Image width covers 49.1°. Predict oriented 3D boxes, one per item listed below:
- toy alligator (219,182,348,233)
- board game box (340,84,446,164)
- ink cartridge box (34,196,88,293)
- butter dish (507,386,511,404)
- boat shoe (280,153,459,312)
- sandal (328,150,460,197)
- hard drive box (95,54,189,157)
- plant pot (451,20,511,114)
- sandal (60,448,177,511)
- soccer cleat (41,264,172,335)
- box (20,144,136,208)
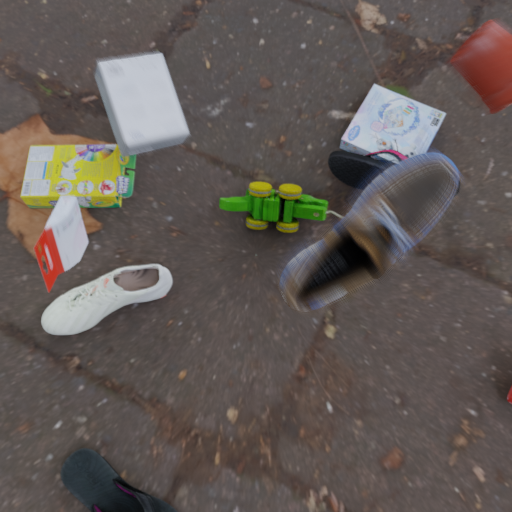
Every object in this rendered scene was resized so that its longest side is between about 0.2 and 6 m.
[{"bbox_3d":[0.809,-1.058,11.816,3.124,0.926,0.848,5,26,2],"label":"toy alligator"},{"bbox_3d":[3.111,-2.853,12.774,1.801,0.393,1.810,28,70,11],"label":"board game box"},{"bbox_3d":[-3.183,-0.190,9.246,0.368,1.049,1.290,2,44,-1],"label":"ink cartridge box"},{"bbox_3d":[5.386,2.298,10.383,1.167,0.865,1.170,19,112,12],"label":"butter dish"},{"bbox_3d":[1.719,-0.223,8.187,3.207,1.161,1.158,-44,95,10],"label":"boat shoe"},{"bbox_3d":[2.932,-1.828,12.024,2.884,1.083,0.650,11,70,-4],"label":"sandal"},{"bbox_3d":[-2.274,-3.003,11.137,1.337,0.659,1.715,-17,87,-23],"label":"hard drive box"},{"bbox_3d":[3.864,-3.112,9.092,1.114,1.145,1.145,40,71,-5],"label":"plant pot"},{"bbox_3d":[-2.328,4.319,9.584,2.618,0.627,0.984,31,70,12],"label":"sandal"},{"bbox_3d":[-2.949,0.752,10.894,2.651,1.028,0.919,-20,68,-8],"label":"soccer cleat"},{"bbox_3d":[-3.789,-1.748,12.228,2.341,0.566,1.374,-1,66,2],"label":"box"}]
